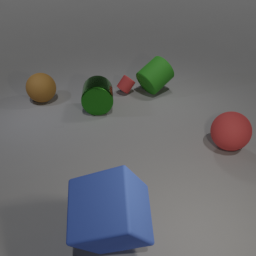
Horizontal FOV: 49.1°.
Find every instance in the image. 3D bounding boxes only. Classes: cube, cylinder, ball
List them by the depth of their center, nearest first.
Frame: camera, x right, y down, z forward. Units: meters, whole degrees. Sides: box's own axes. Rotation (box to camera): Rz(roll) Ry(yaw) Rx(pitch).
[{"bbox_3d":[-0.367,1.842,6.147,1.400,1.400,1.400,-17,55,17],"label":"cube"},{"bbox_3d":[3.660,0.111,9.968,1.400,1.400,1.400,0,32,0],"label":"ball"},{"bbox_3d":[-1.379,-1.485,12.704,1.400,1.400,1.400,-2,31,-4],"label":"cylinder"},{"bbox_3d":[-4.150,-1.926,13.387,1.400,1.400,1.400,0,32,0],"label":"ball"},{"bbox_3d":[1.364,-2.654,14.135,1.400,1.400,1.400,-43,45,-11],"label":"cylinder"},{"bbox_3d":[-0.103,-2.226,14.262,0.700,0.700,0.700,34,12,-8],"label":"cylinder"}]
